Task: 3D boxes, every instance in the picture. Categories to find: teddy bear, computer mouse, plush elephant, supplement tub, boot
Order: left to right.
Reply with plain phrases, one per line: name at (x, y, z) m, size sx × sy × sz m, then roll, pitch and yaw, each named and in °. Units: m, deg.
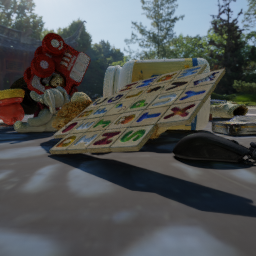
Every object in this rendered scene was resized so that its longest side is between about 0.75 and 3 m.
plush elephant at (-2.130, -0.520, 7.357) m, size 1.535 × 1.188 × 1.264 m, roll 1°, pitch 5°, yaw 6°
teddy bear at (-0.257, -0.356, 5.873) m, size 2.654 × 0.886 × 1.924 m, roll 7°, pitch 29°, yaw 29°
supplement tub at (0.809, -0.903, 7.664) m, size 2.652 × 1.918 × 1.918 m, roll 0°, pitch 5°, yaw 10°
computer mouse at (1.263, 0.241, 3.866) m, size 1.284 × 0.338 × 0.889 m, roll 2°, pitch 6°, yaw 16°
boot at (5.034, -0.854, 13.309) m, size 2.068 × 0.745 × 1.599 m, roll -10°, pitch 9°, yaw -31°

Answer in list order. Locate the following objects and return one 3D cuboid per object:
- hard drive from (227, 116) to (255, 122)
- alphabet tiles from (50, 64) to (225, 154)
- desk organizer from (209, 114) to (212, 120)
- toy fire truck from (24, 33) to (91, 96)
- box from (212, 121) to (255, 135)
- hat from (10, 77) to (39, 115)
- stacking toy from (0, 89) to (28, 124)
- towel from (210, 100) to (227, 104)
hard drive at (3.170, -0.173, 7.904) m, size 0.650 × 0.125 × 0.985 m, roll 0°, pitch -11°, yaw 0°
alphabet tiles at (0.034, -0.312, 4.211) m, size 2.582 × 0.082 × 2.149 m, roll -7°, pitch 30°, yaw 43°
desk organizer at (3.081, -0.472, 11.688) m, size 0.315 × 0.293 × 0.817 m, roll -1°, pitch 5°, yaw -39°
toy fire truck at (-2.238, -1.874, 9.067) m, size 1.744 × 2.077 × 1.164 m, roll 28°, pitch -25°, yaw -25°
box at (2.778, -0.017, 7.009) m, size 1.057 × 0.255 × 0.837 m, roll -1°, pitch 6°, yaw -13°
hat at (-3.353, -1.192, 9.761) m, size 1.438 × 1.438 × 0.580 m, roll 0°, pitch 26°, yaw 5°
stacking toy at (-4.496, -0.538, 9.771) m, size 2.311 × 1.079 × 2.553 m, roll -11°, pitch 2°, yaw -6°
towel at (3.006, -1.222, 13.293) m, size 2.726 × 0.325 × 1.973 m, roll 7°, pitch 9°, yaw 41°
